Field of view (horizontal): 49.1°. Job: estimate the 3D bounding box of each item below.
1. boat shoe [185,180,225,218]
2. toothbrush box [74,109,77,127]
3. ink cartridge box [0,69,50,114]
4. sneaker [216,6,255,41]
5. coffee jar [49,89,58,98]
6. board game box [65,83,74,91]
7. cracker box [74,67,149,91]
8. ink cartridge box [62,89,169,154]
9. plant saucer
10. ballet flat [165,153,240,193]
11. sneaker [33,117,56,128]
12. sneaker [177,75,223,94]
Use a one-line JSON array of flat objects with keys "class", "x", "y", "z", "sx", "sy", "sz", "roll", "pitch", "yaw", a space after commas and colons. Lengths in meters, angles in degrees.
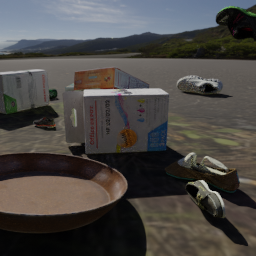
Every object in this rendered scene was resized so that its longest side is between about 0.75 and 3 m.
[{"class": "boat shoe", "x": 1.374, "y": 1.277, "z": 5.045, "sx": 0.345, "sy": 0.412, "sz": 1.153, "roll": -2, "pitch": 11, "yaw": -8}, {"class": "toothbrush box", "x": -0.629, "y": -0.576, "z": 9.719, "sx": 1.877, "sy": 1.110, "sz": 2.578, "roll": 1, "pitch": 17, "yaw": 5}, {"class": "ink cartridge box", "x": -4.682, "y": -1.666, "z": 12.334, "sx": 0.953, "sy": 1.651, "sz": 2.261, "roll": 11, "pitch": 20, "yaw": 33}, {"class": "sneaker", "x": 2.642, "y": -2.491, "z": 6.735, "sx": 1.445, "sy": 0.606, "sz": 0.555, "roll": 40, "pitch": -2, "yaw": 44}, {"class": "coffee jar", "x": -4.267, "y": -1.758, "z": 14.589, "sx": 0.571, "sy": 0.467, "sz": 1.095, "roll": 14, "pitch": 23, "yaw": 38}, {"class": "board game box", "x": -1.955, "y": -1.931, "z": 14.591, "sx": 1.893, "sy": 0.825, "sz": 2.566, "roll": 1, "pitch": 18, "yaw": 6}, {"class": "cracker box", "x": -0.611, "y": -1.758, "z": 12.075, "sx": 1.993, "sy": 0.858, "sz": 2.976, "roll": 1, "pitch": -5, "yaw": 31}, {"class": "ink cartridge box", "x": -0.371, "y": -0.203, "z": 7.692, "sx": 2.799, "sy": 1.611, "sz": 0.949, "roll": -2, "pitch": 18, "yaw": -7}, {"class": "plant saucer", "x": -1.478, "y": 1.047, "z": 4.950, "sx": 2.914, "sy": 0.502, "sz": 2.914, "roll": 7, "pitch": 8, "yaw": -1}, {"class": "ballet flat", "x": 1.561, "y": 0.867, "z": 6.000, "sx": 1.639, "sy": 0.593, "sz": 0.556, "roll": 13, "pitch": 23, "yaw": 36}, {"class": "sneaker", "x": -2.958, "y": -0.246, "z": 9.937, "sx": 0.889, "sy": 0.364, "sz": 0.343, "roll": 6, "pitch": 18, "yaw": 18}, {"class": "sneaker", "x": 4.030, "y": -2.411, "z": 16.056, "sx": 2.605, "sy": 0.979, "sz": 1.056, "roll": 7, "pitch": 27, "yaw": 24}]
